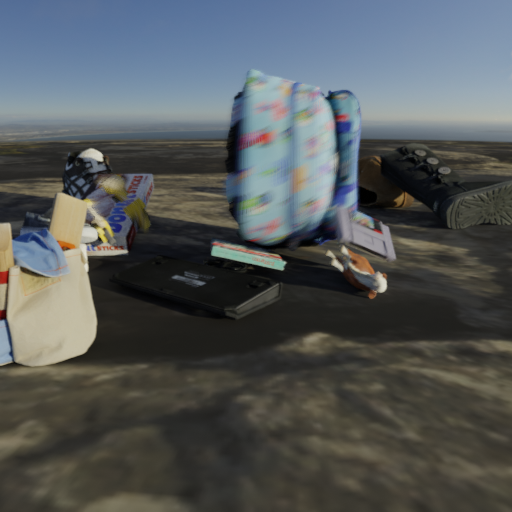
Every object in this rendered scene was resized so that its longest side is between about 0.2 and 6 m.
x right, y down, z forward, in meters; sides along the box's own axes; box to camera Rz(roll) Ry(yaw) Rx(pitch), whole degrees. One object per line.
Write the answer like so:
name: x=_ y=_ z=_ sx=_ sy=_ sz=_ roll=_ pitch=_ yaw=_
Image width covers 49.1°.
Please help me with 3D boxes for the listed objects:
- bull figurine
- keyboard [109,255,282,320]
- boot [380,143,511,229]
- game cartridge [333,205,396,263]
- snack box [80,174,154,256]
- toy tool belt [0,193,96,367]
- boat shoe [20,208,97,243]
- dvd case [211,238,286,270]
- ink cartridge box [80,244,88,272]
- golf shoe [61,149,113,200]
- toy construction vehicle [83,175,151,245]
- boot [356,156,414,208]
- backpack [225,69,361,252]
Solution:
bull figurine: x=1.441 y=0.184 z=8.134 sx=0.789 sy=0.423 sz=1.300 roll=40 pitch=5 yaw=-6
keyboard: x=-0.788 y=0.383 z=7.957 sx=2.429 sy=0.312 sz=1.459 roll=12 pitch=26 yaw=36
boot: x=4.719 y=-1.792 z=13.371 sx=2.525 sy=1.006 sz=3.064 roll=-5 pitch=29 yaw=-16
game cartridge: x=1.663 y=-0.350 z=8.587 sx=1.058 sy=0.686 sz=0.203 roll=20 pitch=-39 yaw=-27
snack box: x=-2.954 y=-0.933 z=11.381 sx=1.282 sy=0.433 sz=3.565 roll=0 pitch=26 yaw=-2
toy tool belt: x=-2.965 y=0.277 z=5.630 sx=2.694 sy=1.656 sz=1.682 roll=-11 pitch=18 yaw=-35
boat shoe: x=-3.115 y=-0.504 z=8.836 sx=1.632 sy=0.553 sz=0.585 roll=2 pitch=-6 yaw=37
dvd case: x=-0.176 y=-0.050 z=8.951 sx=1.117 sy=0.168 sz=1.530 roll=12 pitch=7 yaw=-7
ink cartridge box: x=-3.002 y=0.178 z=8.190 sx=0.834 sy=0.479 sz=1.424 roll=-2 pitch=11 yaw=-7
golf shoe: x=-4.031 y=-1.824 z=13.862 sx=1.279 sy=1.555 sz=3.290 roll=-12 pitch=21 yaw=-40
toy construction vehicle: x=-2.338 y=-0.705 z=9.471 sx=1.001 sy=1.149 sz=0.405 roll=-38 pitch=45 yaw=-20
boot: x=3.027 y=-2.053 z=15.600 sx=1.240 sy=1.210 sz=3.288 roll=-10 pitch=20 yaw=-12
backpack: x=0.600 y=-1.529 z=9.197 sx=2.138 sy=2.901 sz=3.178 roll=3 pitch=-1 yaw=6
